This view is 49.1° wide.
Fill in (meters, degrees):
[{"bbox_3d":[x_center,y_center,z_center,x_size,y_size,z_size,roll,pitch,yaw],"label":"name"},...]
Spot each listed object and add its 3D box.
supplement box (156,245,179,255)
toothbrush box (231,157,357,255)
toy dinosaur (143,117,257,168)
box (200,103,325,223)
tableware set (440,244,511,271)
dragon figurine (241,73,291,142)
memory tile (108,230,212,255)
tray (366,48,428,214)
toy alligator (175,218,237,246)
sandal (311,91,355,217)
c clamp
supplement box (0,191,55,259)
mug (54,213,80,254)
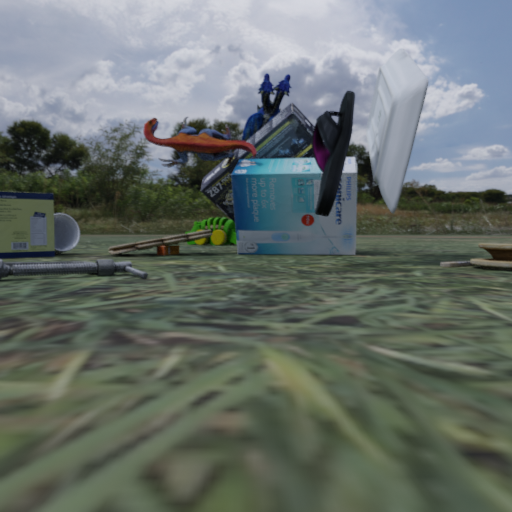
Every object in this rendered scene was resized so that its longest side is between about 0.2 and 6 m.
[{"bbox_3d":[-1.879,-0.120,11.978,0.208,0.215,0.625,0,4,23],"label":"supplement box"},{"bbox_3d":[0.841,-1.036,11.757,2.513,1.840,1.072,1,27,7],"label":"toothbrush box"},{"bbox_3d":[-1.311,-2.466,11.566,1.825,1.056,2.011,-1,0,-40],"label":"toy dinosaur"},{"bbox_3d":[0.491,-1.674,12.608,2.784,2.244,0.684,-37,28,25],"label":"box"},{"bbox_3d":[4.267,-0.124,8.236,2.850,0.571,1.884,-2,4,-39],"label":"tableware set"},{"bbox_3d":[0.161,-3.024,13.630,0.836,2.841,1.412,18,12,3],"label":"dragon figurine"},{"bbox_3d":[-2.036,-0.273,11.794,2.104,0.177,1.612,-10,2,-17],"label":"memory tile"},{"bbox_3d":[2.193,-2.260,9.279,0.402,1.948,3.628,9,28,4],"label":"tray"},{"bbox_3d":[-1.709,-0.825,18.903,3.412,0.926,1.012,2,3,31],"label":"toy alligator"},{"bbox_3d":[1.061,-1.630,8.209,0.539,2.250,0.846,15,-31,1],"label":"sandal"},{"bbox_3d":[-2.364,0.128,6.472,1.850,0.251,1.580,-1,3,-26],"label":"c clamp"},{"bbox_3d":[-4.656,-0.593,10.804,1.256,1.255,0.843,-3,4,-43],"label":"supplement box"},{"bbox_3d":[-4.501,-0.453,11.948,0.973,0.819,1.110,-11,-18,44],"label":"mug"}]
